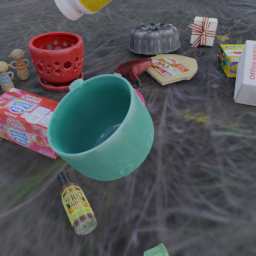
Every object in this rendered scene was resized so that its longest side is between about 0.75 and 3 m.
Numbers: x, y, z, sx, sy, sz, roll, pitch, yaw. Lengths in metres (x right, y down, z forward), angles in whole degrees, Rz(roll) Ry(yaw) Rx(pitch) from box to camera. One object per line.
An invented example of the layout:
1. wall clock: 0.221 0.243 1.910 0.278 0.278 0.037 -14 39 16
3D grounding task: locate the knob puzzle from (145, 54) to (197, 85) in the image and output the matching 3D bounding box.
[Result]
1. knob puzzle: 1.733 -2.313 10.907 2.347 0.325 2.347 0 39 0

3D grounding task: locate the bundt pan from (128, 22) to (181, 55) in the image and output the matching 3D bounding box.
1. bundt pan: 1.128 -4.008 12.270 2.376 0.892 2.376 -4 32 2

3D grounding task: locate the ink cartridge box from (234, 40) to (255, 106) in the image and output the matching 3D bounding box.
1. ink cartridge box: 4.986 -1.665 9.066 2.641 1.105 1.916 10 63 12

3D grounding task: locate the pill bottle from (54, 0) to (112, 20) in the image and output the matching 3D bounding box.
1. pill bottle: -1.074 -4.697 9.016 2.676 1.504 1.504 -25 31 27

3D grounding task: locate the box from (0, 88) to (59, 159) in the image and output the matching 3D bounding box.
1. box: -2.636 -0.174 7.736 2.233 1.066 1.113 18 43 20

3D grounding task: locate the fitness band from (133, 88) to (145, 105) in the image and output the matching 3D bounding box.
1. fitness band: -0.417 -0.346 8.221 1.729 0.451 2.408 7 50 10

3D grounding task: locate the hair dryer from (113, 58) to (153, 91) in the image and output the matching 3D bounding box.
1. hair dryer: 0.156 -1.825 10.076 1.690 0.603 2.219 22 57 33

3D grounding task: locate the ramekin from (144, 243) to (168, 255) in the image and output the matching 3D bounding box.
1. ramekin: 0.544 2.446 4.858 0.369 0.755 0.755 -16 42 -7

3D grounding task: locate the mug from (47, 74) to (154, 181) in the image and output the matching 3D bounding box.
1. mug: -0.344 -0.054 4.788 1.566 1.178 1.906 -11 50 25

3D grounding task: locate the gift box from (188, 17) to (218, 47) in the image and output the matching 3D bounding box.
1. gift box: 3.368 -4.386 12.819 1.282 1.183 1.197 6 31 13

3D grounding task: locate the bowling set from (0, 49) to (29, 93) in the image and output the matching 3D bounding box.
1. bowling set: -4.561 -1.794 9.421 2.645 1.420 1.841 -18 43 -20

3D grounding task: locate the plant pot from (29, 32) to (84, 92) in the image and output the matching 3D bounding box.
1. plant pot: -2.427 -2.329 9.897 1.796 1.635 1.796 0 40 0

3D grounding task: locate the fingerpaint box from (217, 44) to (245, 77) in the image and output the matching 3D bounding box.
1. fingerpaint box: 4.704 -2.656 11.020 1.919 0.704 1.601 -1 39 0

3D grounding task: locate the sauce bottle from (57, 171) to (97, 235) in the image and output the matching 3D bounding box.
1. sauce bottle: -1.190 1.562 6.109 0.505 0.505 1.561 -20 43 -22
